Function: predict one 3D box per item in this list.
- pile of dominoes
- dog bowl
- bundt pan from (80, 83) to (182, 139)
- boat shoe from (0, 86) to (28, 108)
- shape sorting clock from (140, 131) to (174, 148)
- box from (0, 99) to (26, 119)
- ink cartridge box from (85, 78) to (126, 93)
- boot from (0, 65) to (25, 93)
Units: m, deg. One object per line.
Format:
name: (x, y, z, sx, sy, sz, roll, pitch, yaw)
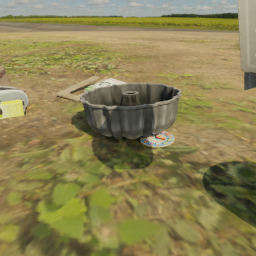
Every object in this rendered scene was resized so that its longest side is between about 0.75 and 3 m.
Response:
pile of dominoes: (-1.349, -1.478, 11.590, 1.956, 0.400, 2.509, 19, 37, 31)
dog bowl: (1.497, -1.274, 3.092, 0.497, 1.695, 1.695, -3, 20, 24)
bundt pan: (0.094, -0.491, 7.966, 2.849, 1.069, 2.849, -3, 20, 1)
boat shoe: (-4.832, -0.959, 9.180, 2.850, 1.052, 0.973, -14, 30, -31)
shape sorting clock: (0.780, 0.276, 7.438, 0.902, 0.177, 0.902, 0, 23, 0)
box: (-4.019, -0.571, 9.036, 1.332, 0.501, 0.334, -14, 26, -28)
ink cartridge box: (-0.721, -1.269, 10.259, 1.031, 0.595, 1.411, 23, 39, 32)
boot: (-4.864, -1.820, 10.939, 0.614, 1.278, 1.749, 14, 27, 31)
